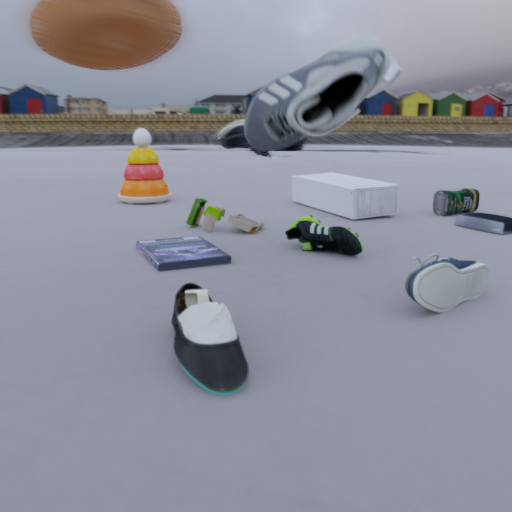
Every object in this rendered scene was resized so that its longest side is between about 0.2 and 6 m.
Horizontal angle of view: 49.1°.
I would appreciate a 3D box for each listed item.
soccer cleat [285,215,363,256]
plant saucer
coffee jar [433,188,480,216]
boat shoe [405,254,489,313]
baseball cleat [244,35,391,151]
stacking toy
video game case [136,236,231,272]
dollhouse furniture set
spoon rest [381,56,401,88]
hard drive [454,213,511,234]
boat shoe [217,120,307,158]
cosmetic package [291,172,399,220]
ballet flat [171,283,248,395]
[{"bbox_3d":[1.329,-0.303,11.109,0.746,0.621,1.840,-35,34,-22],"label":"soccer cleat"},{"bbox_3d":[-1.948,-2.924,7.409,1.919,0.310,1.919,-8,-6,-1],"label":"plant saucer"},{"bbox_3d":[5.487,-1.480,15.292,1.326,0.692,0.566,-9,19,-27],"label":"coffee jar"},{"bbox_3d":[2.669,0.334,8.083,1.955,0.732,0.605,-11,19,-41],"label":"boat shoe"},{"bbox_3d":[0.654,-2.466,9.398,3.358,1.171,1.787,-28,22,48],"label":"baseball cleat"},{"bbox_3d":[-3.466,-2.774,17.234,1.634,2.237,1.634,0,15,0],"label":"stacking toy"},{"bbox_3d":[-1.449,-0.076,10.833,1.365,0.181,1.911,-6,16,-22],"label":"video game case"},{"bbox_3d":[-0.758,-0.742,13.272,1.744,0.673,0.872,24,13,13],"label":"dollhouse furniture set"},{"bbox_3d":[2.684,-4.038,11.946,0.547,0.896,1.804,-27,-7,27],"label":"spoon rest"},{"bbox_3d":[5.564,-0.795,13.388,0.930,0.292,1.379,-8,16,-29],"label":"hard drive"},{"bbox_3d":[0.090,-2.411,11.614,2.139,0.666,0.798,1,-12,29],"label":"boat shoe"},{"bbox_3d":[2.401,-1.753,15.939,1.436,0.881,3.479,-6,15,-22],"label":"cosmetic package"},{"bbox_3d":[-0.624,0.798,6.295,0.704,0.708,2.071,-5,15,-19],"label":"ballet flat"}]
